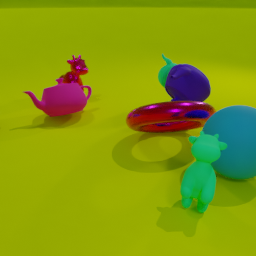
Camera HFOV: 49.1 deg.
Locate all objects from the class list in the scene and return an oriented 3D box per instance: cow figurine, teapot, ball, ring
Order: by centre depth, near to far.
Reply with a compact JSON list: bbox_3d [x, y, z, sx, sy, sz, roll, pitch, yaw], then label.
[{"bbox_3d":[1.168,0.677,4.451,0.605,1.102,1.084,12,61,16],"label":"cow figurine"},{"bbox_3d":[2.050,0.263,5.224,1.370,1.370,1.370,0,25,0],"label":"ball"},{"bbox_3d":[0.967,-0.217,6.412,2.047,0.409,2.047,-3,-9,0],"label":"ring"},{"bbox_3d":[1.520,-1.086,7.537,1.274,2.050,1.004,35,83,28],"label":"teapot"},{"bbox_3d":[-1.894,-0.879,7.894,2.093,1.025,1.301,-17,10,-39],"label":"teapot"},{"bbox_3d":[1.249,-1.621,8.555,0.803,1.291,0.632,-22,25,-25],"label":"teapot"},{"bbox_3d":[-1.860,-1.715,9.273,1.328,1.307,0.729,4,14,40],"label":"cow figurine"}]
